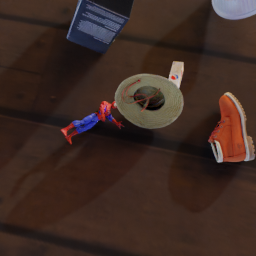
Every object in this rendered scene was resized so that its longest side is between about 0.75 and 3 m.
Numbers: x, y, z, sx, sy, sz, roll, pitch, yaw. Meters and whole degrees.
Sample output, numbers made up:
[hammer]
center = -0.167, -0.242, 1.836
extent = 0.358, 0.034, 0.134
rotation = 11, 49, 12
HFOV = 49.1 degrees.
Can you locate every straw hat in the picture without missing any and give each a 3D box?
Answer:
[straw hat]
center = 0.654, -1.003, 8.496
extent = 2.021, 2.021, 0.855
rotation = 6, 39, 2

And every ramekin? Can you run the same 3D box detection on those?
[ramekin]
center = 3.737, -4.714, 9.246
extent = 2.049, 0.954, 2.049
rotation = -12, 63, 25

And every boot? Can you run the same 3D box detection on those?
[boot]
center = 2.932, -0.014, 8.430
extent = 1.154, 0.808, 2.153
rotation = -10, 74, 4

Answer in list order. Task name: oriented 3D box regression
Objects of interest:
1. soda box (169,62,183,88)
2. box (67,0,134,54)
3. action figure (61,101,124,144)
[soda box]
center = 1.502, -1.604, 8.861
extent = 0.339, 0.362, 1.064
rotation = 9, 59, 17
[box]
center = -0.744, -3.971, 8.591
extent = 1.458, 2.313, 2.353
rotation = 18, 74, -19
[action figure]
center = -0.933, -0.122, 8.412
extent = 1.933, 0.631, 0.957
rotation = -38, 53, -15
